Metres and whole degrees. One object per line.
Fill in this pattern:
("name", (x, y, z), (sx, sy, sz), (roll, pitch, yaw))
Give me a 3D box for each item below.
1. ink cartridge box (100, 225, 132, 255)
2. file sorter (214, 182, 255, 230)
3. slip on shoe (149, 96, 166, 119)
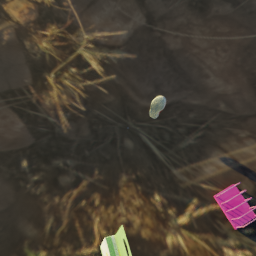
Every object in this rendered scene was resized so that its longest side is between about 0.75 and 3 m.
("ink cartridge box", (-0.254, 2.706, 5.910), (0.291, 1.216, 0.885), (-6, 52, -21))
("file sorter", (2.662, 1.855, 6.744), (0.632, 0.570, 0.909), (-26, 70, -11))
("slip on shoe", (0.796, -0.581, 7.339), (0.351, 0.949, 0.290), (36, 65, 9))
